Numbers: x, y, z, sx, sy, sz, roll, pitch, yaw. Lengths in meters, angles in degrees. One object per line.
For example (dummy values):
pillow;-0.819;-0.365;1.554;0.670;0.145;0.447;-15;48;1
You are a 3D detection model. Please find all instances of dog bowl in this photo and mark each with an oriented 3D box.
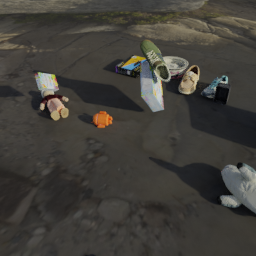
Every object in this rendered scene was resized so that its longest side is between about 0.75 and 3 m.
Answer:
dog bowl;2.309;-3.180;14.790;1.673;0.617;1.673;1;36;0

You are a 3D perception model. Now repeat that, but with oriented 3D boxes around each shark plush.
shark plush;3.949;1.853;7.709;2.954;1.342;1.231;20;10;32

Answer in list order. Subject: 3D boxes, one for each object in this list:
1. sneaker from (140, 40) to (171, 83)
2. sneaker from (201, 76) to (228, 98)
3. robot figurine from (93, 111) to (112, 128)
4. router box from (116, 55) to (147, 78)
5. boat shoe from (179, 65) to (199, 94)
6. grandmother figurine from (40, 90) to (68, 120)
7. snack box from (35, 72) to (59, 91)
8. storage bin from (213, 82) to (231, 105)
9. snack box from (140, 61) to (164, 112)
sneaker;1.072;-2.453;10.353;0.604;1.800;0.808;-31;16;10
sneaker;4.020;-1.961;13.009;1.737;0.750;0.674;-29;45;-34
robot figurine;-1.029;-0.337;11.046;0.794;0.571;0.463;4;20;6
router box;0.329;-3.345;15.146;1.300;0.445;1.743;19;40;24
boat shoe;2.980;-2.394;13.583;0.816;0.766;2.214;12;38;16
grandmother figurine;-3.205;-1.138;12.051;1.256;0.627;2.070;-12;40;-31
snack box;-3.192;-1.805;11.049;0.242;0.650;0.914;-22;-8;28
storage bin;4.132;-1.504;12.298;0.582;0.861;0.403;17;39;22
snack box;0.960;-1.663;11.262;0.542;1.350;1.600;-14;60;20
